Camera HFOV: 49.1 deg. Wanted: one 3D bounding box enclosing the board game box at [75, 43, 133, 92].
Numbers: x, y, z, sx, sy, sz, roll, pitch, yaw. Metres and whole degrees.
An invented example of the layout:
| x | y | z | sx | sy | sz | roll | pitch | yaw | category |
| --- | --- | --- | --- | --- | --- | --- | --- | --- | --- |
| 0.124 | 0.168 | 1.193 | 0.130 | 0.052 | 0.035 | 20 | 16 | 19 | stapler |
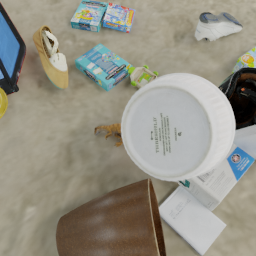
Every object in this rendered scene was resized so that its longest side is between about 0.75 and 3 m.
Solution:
| x | y | z | sx | sy | sz | roll | pitch | yaw | category |
| --- | --- | --- | --- | --- | --- | --- | --- | --- | --- |
| -0.886 | -2.240 | 10.230 | 1.706 | 0.400 | 1.288 | 40 | 66 | 21 | board game box |

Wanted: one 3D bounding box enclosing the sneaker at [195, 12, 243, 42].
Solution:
| x | y | z | sx | sy | sz | roll | pitch | yaw | category |
| --- | --- | --- | --- | --- | --- | --- | --- | --- | --- |
| 3.543 | -3.960 | 11.073 | 2.314 | 1.008 | 0.862 | -8 | 54 | -27 | sneaker |

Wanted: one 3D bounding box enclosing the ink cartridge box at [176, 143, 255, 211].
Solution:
| x | y | z | sx | sy | sz | roll | pitch | yaw | category |
| --- | --- | --- | --- | --- | --- | --- | --- | --- | --- |
| 1.811 | 0.711 | 8.047 | 2.870 | 0.965 | 1.667 | 40 | 67 | 22 | ink cartridge box |

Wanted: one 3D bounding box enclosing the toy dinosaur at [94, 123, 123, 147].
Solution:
| x | y | z | sx | sy | sz | roll | pitch | yaw | category |
| --- | --- | --- | --- | --- | --- | --- | --- | --- | --- |
| -0.194 | 0.043 | 8.750 | 1.755 | 0.530 | 0.932 | -8 | 57 | -5 | toy dinosaur |

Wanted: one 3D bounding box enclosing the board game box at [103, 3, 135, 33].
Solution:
| x | y | z | sx | sy | sz | roll | pitch | yaw | category |
| --- | --- | --- | --- | --- | --- | --- | --- | --- | --- |
| -0.353 | -4.566 | 11.603 | 1.142 | 0.326 | 1.166 | 13 | 59 | -4 | board game box |

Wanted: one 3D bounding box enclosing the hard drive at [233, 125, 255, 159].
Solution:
| x | y | z | sx | sy | sz | roll | pitch | yaw | category |
| --- | --- | --- | --- | --- | --- | --- | --- | --- | --- |
| 3.813 | 0.391 | 7.177 | 1.556 | 2.360 | 0.310 | 30 | 73 | -9 | hard drive |

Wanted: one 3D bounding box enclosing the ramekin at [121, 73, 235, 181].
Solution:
| x | y | z | sx | sy | sz | roll | pitch | yaw | category |
| --- | --- | --- | --- | --- | --- | --- | --- | --- | --- |
| 1.053 | 0.019 | 6.550 | 2.657 | 2.657 | 1.238 | 32 | 20 | 18 | ramekin |

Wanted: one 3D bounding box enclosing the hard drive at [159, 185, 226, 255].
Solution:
| x | y | z | sx | sy | sz | roll | pitch | yaw | category |
| --- | --- | --- | --- | --- | --- | --- | --- | --- | --- |
| 1.662 | 2.410 | 7.461 | 1.553 | 0.197 | 1.025 | 40 | 66 | 22 | hard drive |

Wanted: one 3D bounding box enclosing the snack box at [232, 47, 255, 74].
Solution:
| x | y | z | sx | sy | sz | roll | pitch | yaw | category |
| --- | --- | --- | --- | --- | --- | --- | --- | --- | --- |
| 5.278 | -1.945 | 9.813 | 2.011 | 0.807 | 2.385 | -35 | 64 | -20 | snack box |

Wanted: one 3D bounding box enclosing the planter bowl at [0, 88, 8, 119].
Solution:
| x | y | z | sx | sy | sz | roll | pitch | yaw | category |
| --- | --- | --- | --- | --- | --- | --- | --- | --- | --- |
| -4.742 | -0.861 | 9.022 | 1.501 | 0.625 | 1.501 | 1 | 74 | -3 | planter bowl |

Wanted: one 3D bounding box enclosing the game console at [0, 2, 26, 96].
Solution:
| x | y | z | sx | sy | sz | roll | pitch | yaw | category |
| --- | --- | --- | --- | --- | --- | --- | --- | --- | --- |
| -4.949 | -2.581 | 9.660 | 2.528 | 1.741 | 2.933 | -27 | 62 | -17 | game console |

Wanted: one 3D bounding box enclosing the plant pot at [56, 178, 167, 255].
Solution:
| x | y | z | sx | sy | sz | roll | pitch | yaw | category |
| --- | --- | --- | --- | --- | --- | --- | --- | --- | --- |
| -0.401 | 2.439 | 6.538 | 2.284 | 2.135 | 2.135 | -12 | 58 | 7 | plant pot |

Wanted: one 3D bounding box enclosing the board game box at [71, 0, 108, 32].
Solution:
| x | y | z | sx | sy | sz | roll | pitch | yaw | category |
| --- | --- | --- | --- | --- | --- | --- | --- | --- | --- |
| -1.590 | -4.764 | 11.827 | 1.171 | 0.364 | 1.551 | 12 | 59 | 7 | board game box |

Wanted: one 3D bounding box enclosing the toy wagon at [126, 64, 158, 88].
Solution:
| x | y | z | sx | sy | sz | roll | pitch | yaw | category |
| --- | --- | --- | --- | --- | --- | --- | --- | --- | --- |
| 0.471 | -1.812 | 9.897 | 1.235 | 0.244 | 0.958 | 33 | 62 | 3 | toy wagon |

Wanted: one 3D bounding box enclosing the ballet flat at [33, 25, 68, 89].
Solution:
| x | y | z | sx | sy | sz | roll | pitch | yaw | category |
| --- | --- | --- | --- | --- | --- | --- | --- | --- | --- |
| -2.645 | -2.548 | 9.761 | 0.872 | 0.801 | 2.541 | -7 | 62 | -52 | ballet flat |

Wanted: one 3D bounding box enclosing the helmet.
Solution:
| x | y | z | sx | sy | sz | roll | pitch | yaw | category |
| --- | --- | --- | --- | --- | --- | --- | --- | --- | --- |
| 3.446 | -0.795 | 8.544 | 1.799 | 1.715 | 1.799 | 2 | 62 | -3 | helmet |
